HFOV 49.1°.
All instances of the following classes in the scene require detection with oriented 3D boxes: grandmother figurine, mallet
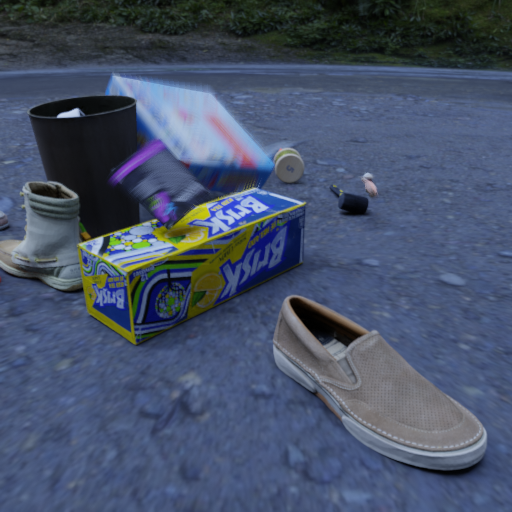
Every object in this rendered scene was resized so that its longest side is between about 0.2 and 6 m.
[{"bbox_3d":[2.618,-1.652,12.921,0.248,0.497,0.820,-27,30,20],"label":"grandmother figurine"},{"bbox_3d":[2.159,-1.560,14.433,0.704,0.440,2.137,8,17,-18],"label":"mallet"}]

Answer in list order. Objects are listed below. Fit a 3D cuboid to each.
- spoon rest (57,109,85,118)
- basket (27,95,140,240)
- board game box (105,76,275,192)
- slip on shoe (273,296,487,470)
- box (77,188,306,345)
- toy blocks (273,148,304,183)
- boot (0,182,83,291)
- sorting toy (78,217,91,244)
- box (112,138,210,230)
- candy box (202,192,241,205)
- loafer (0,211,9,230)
[{"bbox_3d":[-3.267,-2.074,11.284,1.193,2.401,0.728,-16,59,1],"label":"spoon rest"},{"bbox_3d":[-3.375,-1.702,11.707,1.958,2.880,2.597,4,26,10],"label":"basket"},{"bbox_3d":[-1.597,-2.837,13.325,3.050,0.871,3.115,-5,49,-46],"label":"board game box"},{"bbox_3d":[1.395,1.447,7.056,1.199,0.956,3.155,-16,29,-32],"label":"slip on shoe"},{"bbox_3d":[-0.908,-0.027,9.897,1.435,1.317,4.097,22,33,38],"label":"box"},{"bbox_3d":[0.334,-2.903,16.880,1.984,0.864,2.380,-2,24,-4],"label":"toy blocks"},{"bbox_3d":[-4.031,-0.486,10.293,2.373,1.835,0.855,15,28,30],"label":"boot"},{"bbox_3d":[-3.256,-0.284,10.659,0.208,1.156,1.551,-26,33,-23],"label":"sorting toy"},{"bbox_3d":[-1.529,-1.161,9.025,1.302,0.235,0.931,44,68,6],"label":"box"},{"bbox_3d":[-0.578,-1.342,14.191,0.817,0.211,1.599,21,32,34],"label":"candy box"},{"bbox_3d":[-6.766,-1.070,12.963,2.282,0.717,0.820,10,26,21],"label":"loafer"}]
